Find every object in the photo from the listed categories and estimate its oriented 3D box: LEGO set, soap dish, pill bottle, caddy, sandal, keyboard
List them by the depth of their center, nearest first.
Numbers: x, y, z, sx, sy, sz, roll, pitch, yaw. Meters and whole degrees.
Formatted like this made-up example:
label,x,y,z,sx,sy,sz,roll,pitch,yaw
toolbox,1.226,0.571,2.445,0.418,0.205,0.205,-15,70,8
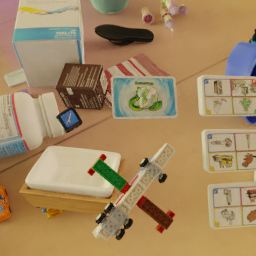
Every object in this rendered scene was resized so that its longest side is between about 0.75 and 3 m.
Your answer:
label,x,y,z,sx,sy,sz,roll,pitch,yaw
LEGO set,0.491,0.360,3.933,2.875,0.706,2.148,-2,84,-12
soap dish,-1.207,1.230,6.686,2.095,0.851,1.648,6,30,4
pill bottle,-3.312,-0.043,7.435,2.959,1.609,1.609,-14,53,-14
caddy,3.878,-1.347,7.968,1.871,2.647,1.389,-21,38,-15
keyboard,-3.181,-2.064,10.003,2.336,0.125,0.657,-25,61,-18
sandal,-0.141,-3.518,10.915,2.341,0.560,0.880,2,50,-15

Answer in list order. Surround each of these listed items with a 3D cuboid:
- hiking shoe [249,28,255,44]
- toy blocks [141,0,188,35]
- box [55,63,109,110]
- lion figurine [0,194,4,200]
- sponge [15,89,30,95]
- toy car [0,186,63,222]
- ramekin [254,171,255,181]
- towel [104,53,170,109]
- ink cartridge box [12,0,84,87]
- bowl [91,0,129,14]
label,x,y,z,sx,sy,sz,roll,pitch,yaw
hiking shoe,4.970,-2.609,9.911,0.756,0.881,2.031,-23,56,-17
toy blocks,1.795,-5.090,11.051,2.329,2.177,1.961,-4,46,-6
box,-1.371,-1.275,8.657,1.239,1.028,1.017,4,59,13
lion figurine,-4.160,1.284,6.888,2.529,0.916,1.549,4,25,-7
sponge,-3.846,-0.501,8.665,1.879,0.280,1.048,-26,56,-19
toy car,-2.601,1.699,6.728,1.933,0.643,0.948,-7,53,-4
ramekin,4.612,1.242,6.684,2.692,1.254,2.692,1,52,-1
towel,0.034,-1.687,9.593,2.426,0.276,1.748,-30,57,-21
ink cartridge box,-2.503,-3.044,9.427,1.945,1.954,2.664,-4,57,-5
bowl,-0.799,-5.823,12.244,2.177,1.138,2.177,0,52,0
